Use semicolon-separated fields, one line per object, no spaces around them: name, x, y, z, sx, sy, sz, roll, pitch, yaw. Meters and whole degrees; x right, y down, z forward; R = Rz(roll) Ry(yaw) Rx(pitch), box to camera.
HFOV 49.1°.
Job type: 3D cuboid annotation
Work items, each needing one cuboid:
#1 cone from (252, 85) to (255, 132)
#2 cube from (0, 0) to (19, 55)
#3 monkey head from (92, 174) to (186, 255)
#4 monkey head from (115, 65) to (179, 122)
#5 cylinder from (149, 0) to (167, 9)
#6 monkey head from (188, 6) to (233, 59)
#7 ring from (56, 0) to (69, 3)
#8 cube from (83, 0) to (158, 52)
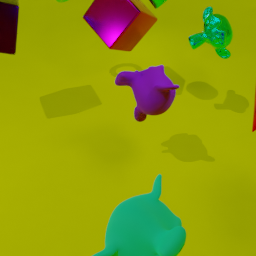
cone;2.390;-0.418;4.672;1.126;1.130;1.126;28;9;-5
cube;-3.477;-2.723;7.133;1.221;1.221;1.221;3;30;-24
monkey head;0.139;0.844;2.320;0.619;0.739;1.027;39;64;13
monkey head;0.382;-0.784;6.163;1.243;1.728;1.041;-2;69;-25
cylinder;0.763;-3.568;6.943;0.828;0.828;0.828;48;49;-16
monkey head;2.167;-2.436;7.342;1.059;1.471;0.887;-22;4;27
ring;-1.654;-4.089;8.301;1.149;0.230;1.149;-28;16;9
cube;-0.212;-3.221;8.234;1.335;1.335;1.335;50;28;10
